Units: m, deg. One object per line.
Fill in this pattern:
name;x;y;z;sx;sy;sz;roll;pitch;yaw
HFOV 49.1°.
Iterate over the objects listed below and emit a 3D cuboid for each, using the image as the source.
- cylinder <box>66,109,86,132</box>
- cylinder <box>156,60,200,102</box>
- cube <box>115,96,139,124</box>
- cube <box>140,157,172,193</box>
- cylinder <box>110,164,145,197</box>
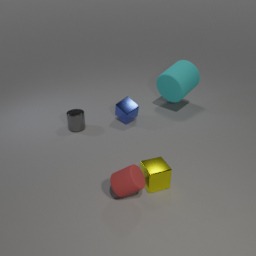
cylinder;-2.067;-0.313;11.172;0.700;0.700;0.700;-1;27;0
cylinder;2.213;-2.070;12.378;1.400;1.400;1.400;24;51;36
cube;-0.049;-0.728;11.594;0.700;0.700;0.700;-36;66;-26
cube;0.801;1.367;8.240;0.700;0.700;0.700;-10;31;-18
cylinder;-0.003;1.430;7.607;0.700;0.700;0.700;-27;20;24
